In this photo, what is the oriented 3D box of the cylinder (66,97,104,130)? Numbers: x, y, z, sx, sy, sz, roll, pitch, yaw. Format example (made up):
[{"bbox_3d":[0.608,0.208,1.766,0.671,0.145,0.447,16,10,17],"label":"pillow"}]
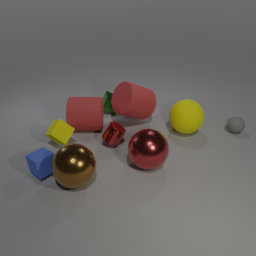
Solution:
[{"bbox_3d":[-1.782,-0.608,11.819,1.400,1.400,1.400,0,31,-1],"label":"cylinder"}]

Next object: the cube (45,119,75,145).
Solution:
[{"bbox_3d":[-2.590,0.157,10.624,0.700,0.700,0.700,-4,53,56],"label":"cube"}]

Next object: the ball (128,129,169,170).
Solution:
[{"bbox_3d":[0.699,0.719,9.611,1.400,1.400,1.400,0,31,0],"label":"ball"}]

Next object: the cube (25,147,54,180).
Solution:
[{"bbox_3d":[-2.887,1.173,9.400,0.700,0.700,0.700,20,37,41],"label":"cube"}]

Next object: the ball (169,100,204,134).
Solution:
[{"bbox_3d":[2.413,-0.472,11.563,1.400,1.400,1.400,0,31,0],"label":"ball"}]

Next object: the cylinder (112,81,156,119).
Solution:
[{"bbox_3d":[0.251,-1.156,12.012,1.400,1.400,1.400,10,19,-41],"label":"cylinder"}]

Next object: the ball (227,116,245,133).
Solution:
[{"bbox_3d":[4.536,-0.141,11.738,0.700,0.700,0.700,0,31,0],"label":"ball"}]

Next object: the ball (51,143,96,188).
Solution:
[{"bbox_3d":[-1.704,1.190,8.836,1.400,1.400,1.400,0,31,0],"label":"ball"}]

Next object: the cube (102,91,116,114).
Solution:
[{"bbox_3d":[-0.816,-1.198,13.226,0.700,0.700,0.700,19,28,-24],"label":"cube"}]

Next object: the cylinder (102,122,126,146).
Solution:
[{"bbox_3d":[-0.549,0.233,10.802,0.700,0.700,0.700,29,19,-11],"label":"cylinder"}]
